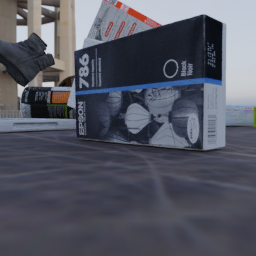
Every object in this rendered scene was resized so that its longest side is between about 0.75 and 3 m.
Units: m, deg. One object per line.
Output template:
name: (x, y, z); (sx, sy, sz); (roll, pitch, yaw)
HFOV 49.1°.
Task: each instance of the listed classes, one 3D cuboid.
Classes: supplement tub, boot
supplement tub: (-2.506, -0.768, 10.057); (2.328, 1.426, 1.426); (1, 2, -5)
boot: (-3.951, -2.913, 9.997); (0.907, 1.710, 2.598); (26, -24, 46)

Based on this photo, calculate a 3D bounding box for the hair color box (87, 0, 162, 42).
hair color box: (0.152, -3.363, 10.361); (2.963, 1.643, 0.947); (25, 37, -11)

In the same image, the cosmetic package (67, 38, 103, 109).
cosmetic package: (-0.115, -1.341, 8.956); (2.138, 2.151, 2.571); (21, 9, 23)

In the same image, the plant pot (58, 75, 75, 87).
plant pot: (-1.619, -1.258, 12.120); (2.622, 2.622, 2.595); (1, 10, 19)

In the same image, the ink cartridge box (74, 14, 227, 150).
ink cartridge box: (-0.053, -0.426, 3.371); (0.478, 1.212, 2.438); (-4, 3, -44)

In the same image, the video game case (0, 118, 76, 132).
video game case: (-3.016, -0.089, 6.896); (2.612, 0.287, 2.381); (3, 3, 37)

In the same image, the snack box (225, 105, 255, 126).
snack box: (3.227, -0.468, 10.465); (1.957, 0.785, 2.321); (0, 3, -15)

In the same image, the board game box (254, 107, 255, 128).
board game box: (5.166, -0.313, 7.776); (1.410, 0.661, 2.776); (-1, 2, -31)
